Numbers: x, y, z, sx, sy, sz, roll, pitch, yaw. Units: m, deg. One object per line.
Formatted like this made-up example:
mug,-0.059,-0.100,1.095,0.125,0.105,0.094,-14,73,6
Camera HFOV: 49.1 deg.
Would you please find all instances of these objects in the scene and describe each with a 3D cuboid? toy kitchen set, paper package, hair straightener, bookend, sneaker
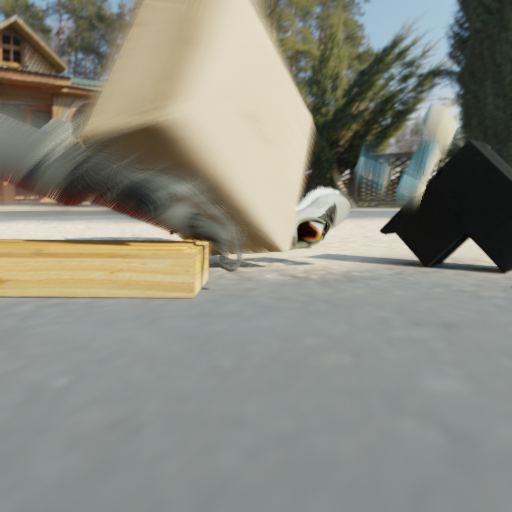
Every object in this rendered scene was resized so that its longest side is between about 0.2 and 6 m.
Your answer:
toy kitchen set,1.929,-1.462,7.402,0.897,1.119,0.659,30,7,30
paper package,-0.570,-1.847,7.958,1.558,2.871,3.012,-4,-32,28
hair straightener,-1.885,-0.797,6.159,3.849,0.787,1.481,26,-10,9
bookend,3.166,-0.355,8.130,0.863,1.862,1.874,-8,54,-53
sneaker,1.181,-0.660,11.611,1.088,1.015,2.745,24,32,37

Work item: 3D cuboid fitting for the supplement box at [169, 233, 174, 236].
supplement box,-1.188,-1.648,11.249,1.792,1.204,1.794,-19,42,3

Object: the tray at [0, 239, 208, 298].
tray,-2.096,0.103,6.493,2.952,0.547,1.456,0,6,1
